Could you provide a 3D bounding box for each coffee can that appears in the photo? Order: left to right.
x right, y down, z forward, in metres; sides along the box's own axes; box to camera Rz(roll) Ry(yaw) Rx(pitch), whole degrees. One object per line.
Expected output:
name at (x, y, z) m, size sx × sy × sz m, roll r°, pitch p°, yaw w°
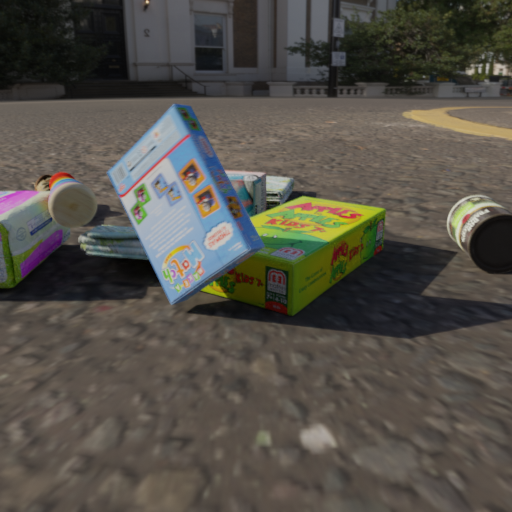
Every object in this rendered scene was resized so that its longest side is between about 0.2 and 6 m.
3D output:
coffee can at (3.687, -0.372, 8.946) m, size 0.941 × 0.941 × 1.286 m, roll 1°, pitch 19°, yaw 3°

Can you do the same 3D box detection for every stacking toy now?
stacking toy at (-2.905, -0.955, 8.560) m, size 0.665 × 0.665 × 1.558 m, roll -9°, pitch 24°, yaw -24°

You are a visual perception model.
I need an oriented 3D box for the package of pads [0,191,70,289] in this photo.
package of pads at (-4.758, -0.298, 8.574) m, size 3.103 × 1.058 × 2.398 m, roll -1°, pitch 18°, yaw 1°

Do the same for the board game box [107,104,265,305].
board game box at (-0.950, -0.610, 7.046) m, size 1.522 × 2.012 × 0.368 m, roll -34°, pitch -12°, yaw 34°

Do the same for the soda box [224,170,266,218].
soda box at (-1.190, -1.348, 11.817) m, size 2.726 × 0.866 × 0.932 m, roll 5°, pitch 20°, yaw 17°

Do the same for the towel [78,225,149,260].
towel at (-1.637, -0.230, 8.680) m, size 1.836 × 0.442 × 1.571 m, roll 4°, pitch 6°, yaw -2°

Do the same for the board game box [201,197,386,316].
board game box at (0.645, -0.156, 8.595) m, size 1.605 × 0.752 × 3.160 m, roll 12°, pitch 23°, yaw 31°

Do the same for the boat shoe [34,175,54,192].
boat shoe at (-4.275, -1.240, 11.661) m, size 0.798 × 0.757 × 2.108 m, roll -10°, pitch 22°, yaw -27°

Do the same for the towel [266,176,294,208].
towel at (0.003, -1.529, 13.021) m, size 1.558 × 0.438 × 1.820 m, roll 7°, pitch 20°, yaw 10°
